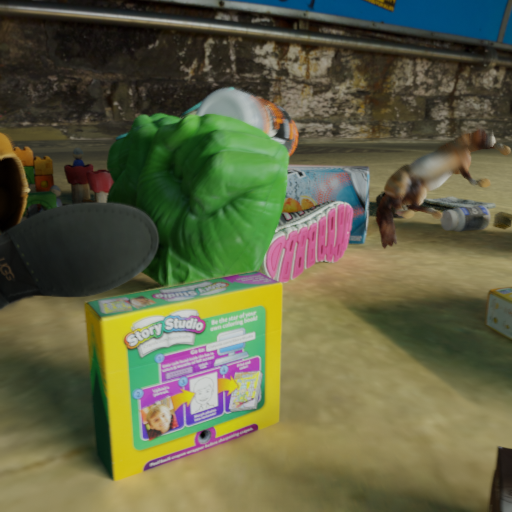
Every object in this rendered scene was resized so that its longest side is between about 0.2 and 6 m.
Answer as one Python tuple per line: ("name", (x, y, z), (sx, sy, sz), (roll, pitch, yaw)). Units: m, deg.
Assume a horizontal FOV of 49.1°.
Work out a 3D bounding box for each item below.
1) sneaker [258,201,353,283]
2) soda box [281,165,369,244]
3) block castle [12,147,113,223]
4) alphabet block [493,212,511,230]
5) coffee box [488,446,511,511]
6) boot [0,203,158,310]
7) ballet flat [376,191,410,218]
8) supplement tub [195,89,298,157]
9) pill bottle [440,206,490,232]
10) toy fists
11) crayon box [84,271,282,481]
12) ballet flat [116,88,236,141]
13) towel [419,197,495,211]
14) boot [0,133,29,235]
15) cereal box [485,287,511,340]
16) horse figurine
("sneaker", (0.544, -0.341, 8.603), (1.169, 0.986, 2.672), (16, 25, 33))
("soda box", (0.058, -1.081, 10.806), (4.156, 1.321, 1.421), (2, 15, 11))
("block castle", (-4.688, -1.348, 11.303), (3.373, 1.583, 2.254), (-10, 17, -32))
("alphabet block", (4.731, -0.678, 10.744), (0.244, 0.249, 0.243), (15, -14, -3))
("coffee box", (1.817, 1.442, 2.770), (1.216, 0.485, 0.687), (6, 16, 22))
("boot", (-2.558, -0.161, 7.275), (2.967, 1.027, 2.583), (-15, 13, 3))
("ballet flat", (3.290, -1.325, 13.337), (0.735, 0.506, 2.181), (2, 15, 6))
("supplement tub", (-0.094, -2.118, 9.595), (1.169, 1.169, 1.908), (8, 9, 28))
("pill bottle", (4.146, -0.735, 11.131), (0.852, 0.485, 0.485), (-6, 16, -16))
("toy fists", (-1.068, -0.881, 7.592), (1.464, 2.170, 4.258), (23, 0, -31))
("crayon box", (-0.465, 0.788, 3.960), (1.334, 1.151, 0.389), (-9, 17, -32))
("ballet flat", (-1.443, -2.401, 11.058), (2.682, 0.932, 0.932), (-24, 17, -3))
("towel", (4.907, -1.292, 13.748), (1.353, 0.243, 1.405), (-11, 17, -35))
("boot", (-3.378, -0.566, 7.059), (0.738, 2.098, 1.502), (-10, 38, -37))
("cereal box", (3.668, 0.802, 5.195), (1.778, 0.489, 2.472), (-4, 15, -16))
("horse figurine", (3.038, -1.305, 9.599), (2.745, 0.685, 1.819), (-36, 23, 8))
